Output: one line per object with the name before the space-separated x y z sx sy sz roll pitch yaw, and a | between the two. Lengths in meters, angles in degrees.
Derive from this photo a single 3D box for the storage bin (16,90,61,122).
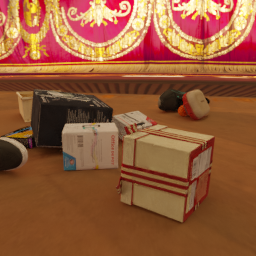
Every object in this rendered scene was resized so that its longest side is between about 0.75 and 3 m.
storage bin | -3.482 -0.998 11.835 2.085 0.984 2.100 -7 15 -25

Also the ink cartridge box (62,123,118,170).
ink cartridge box | -0.828 0.388 6.293 1.175 0.862 0.858 -1 14 -7

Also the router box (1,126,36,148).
router box | -2.844 0.242 8.057 0.939 0.322 1.259 3 14 12

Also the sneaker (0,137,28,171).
sneaker | -3.071 0.663 5.607 2.078 0.735 1.031 -1 14 21

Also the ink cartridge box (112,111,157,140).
ink cartridge box | 0.155 -0.048 8.390 0.860 0.499 1.192 34 32 31

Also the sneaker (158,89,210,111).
sneaker | 2.590 -1.263 12.900 2.718 1.025 1.077 -9 18 -32

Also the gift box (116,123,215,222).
gift box | 0.532 0.604 4.534 1.295 1.280 1.387 11 11 34

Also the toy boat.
toy boat | 2.600 -0.860 11.594 1.159 1.157 1.773 -27 -3 34

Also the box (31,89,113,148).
box | -1.616 -0.280 7.690 1.847 1.164 1.879 1 17 -24
